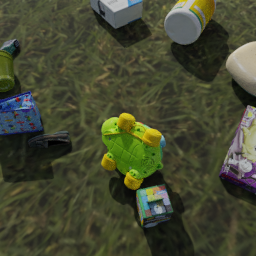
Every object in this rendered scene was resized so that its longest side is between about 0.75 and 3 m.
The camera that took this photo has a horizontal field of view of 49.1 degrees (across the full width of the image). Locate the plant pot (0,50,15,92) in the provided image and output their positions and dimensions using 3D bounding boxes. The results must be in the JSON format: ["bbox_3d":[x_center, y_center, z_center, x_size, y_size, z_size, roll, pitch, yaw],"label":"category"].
[{"bbox_3d":[-4.220,-1.795,9.193,1.094,1.094,1.053,-20,68,-13],"label":"plant pot"}]

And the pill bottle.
[{"bbox_3d":[2.506,-4.460,10.723,1.401,1.401,2.484,24,59,16],"label":"pill bottle"}]

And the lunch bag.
[{"bbox_3d":[-3.337,-0.296,8.052,1.467,1.105,0.690,-15,56,-10],"label":"lunch bag"}]

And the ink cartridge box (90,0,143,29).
[{"bbox_3d":[-0.507,-5.096,11.512,1.376,0.794,1.897,-30,61,-19],"label":"ink cartridge box"}]

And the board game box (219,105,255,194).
[{"bbox_3d":[3.745,0.615,7.900,1.567,0.422,2.611,26,59,12],"label":"board game box"}]

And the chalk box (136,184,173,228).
[{"bbox_3d":[0.606,1.809,6.596,0.707,1.133,0.702,-10,56,-7],"label":"chalk box"}]

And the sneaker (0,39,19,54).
[{"bbox_3d":[-4.506,-2.920,10.336,0.471,0.400,1.075,11,45,20],"label":"sneaker"}]

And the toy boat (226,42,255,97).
[{"bbox_3d":[4.929,-1.965,9.161,2.968,1.379,2.495,-27,55,-5],"label":"toy boat"}]

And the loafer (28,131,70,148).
[{"bbox_3d":[-2.248,0.387,8.028,1.169,0.420,0.368,-14,64,-12],"label":"loafer"}]

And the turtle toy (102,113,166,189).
[{"bbox_3d":[0.070,0.434,7.423,2.235,1.629,1.130,34,21,30],"label":"turtle toy"}]
